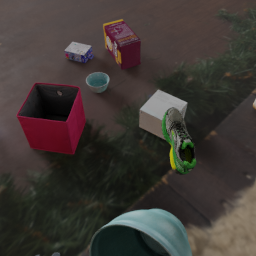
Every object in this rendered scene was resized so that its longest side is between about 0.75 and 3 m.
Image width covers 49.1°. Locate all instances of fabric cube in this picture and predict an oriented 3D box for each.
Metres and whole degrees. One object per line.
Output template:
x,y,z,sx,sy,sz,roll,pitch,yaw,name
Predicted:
-2.665,-0.357,10.238,1.765,1.793,1.799,6,50,7,fabric cube

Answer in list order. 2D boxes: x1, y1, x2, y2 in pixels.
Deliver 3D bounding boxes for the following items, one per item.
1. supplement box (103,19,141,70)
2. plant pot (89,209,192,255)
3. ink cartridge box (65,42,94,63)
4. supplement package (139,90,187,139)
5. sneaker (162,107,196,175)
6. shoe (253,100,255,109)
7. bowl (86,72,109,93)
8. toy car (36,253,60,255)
-0.291,-4.101,13.717,1.106,1.403,2.144,-21,52,-15,supplement box
0.552,3.119,7.065,2.532,2.532,1.697,27,28,22,plant pot
-2.371,-3.760,14.001,1.315,0.502,0.897,15,51,15,ink cartridge box
1.347,-0.512,10.870,1.316,1.012,1.376,28,55,22,supplement package
1.525,0.294,7.861,0.752,0.821,1.928,-7,73,-20,sneaker
5.907,-0.594,11.274,0.671,0.513,1.920,-30,55,-23,shoe
-1.326,-1.948,12.425,1.024,0.536,1.024,0,49,0,bowl
-2.260,3.869,7.375,1.127,1.082,1.371,-2,20,-6,toy car
